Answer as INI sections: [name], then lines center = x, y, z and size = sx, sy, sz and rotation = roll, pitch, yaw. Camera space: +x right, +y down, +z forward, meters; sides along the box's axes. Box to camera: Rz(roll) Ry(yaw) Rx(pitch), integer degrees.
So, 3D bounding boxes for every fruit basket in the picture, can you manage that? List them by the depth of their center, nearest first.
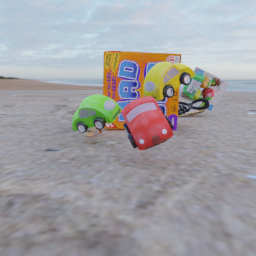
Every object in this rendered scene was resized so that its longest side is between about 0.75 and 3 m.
[fruit basket]
center = 3.211, -1.601, 11.869
size = 1.589, 1.472, 0.745
rotation = 29, 26, 3

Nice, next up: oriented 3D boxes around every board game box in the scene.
[board game box]
center = 0.356, -1.225, 8.938
size = 2.186, 2.185, 2.187
rotation = 2, 11, -1

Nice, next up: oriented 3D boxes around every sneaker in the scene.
[sneaker]
center = 2.417, -0.721, 11.415
size = 1.725, 0.637, 0.698
rotation = -7, -22, 6

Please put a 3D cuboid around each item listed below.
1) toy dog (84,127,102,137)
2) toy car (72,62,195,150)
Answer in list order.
[toy dog]
center = -0.817, -0.112, 7.454
size = 0.465, 0.637, 0.966
rotation = 9, 39, 12
[toy car]
center = -0.163, -0.503, 5.858
size = 2.770, 0.656, 2.943
rotation = -12, 28, 30
